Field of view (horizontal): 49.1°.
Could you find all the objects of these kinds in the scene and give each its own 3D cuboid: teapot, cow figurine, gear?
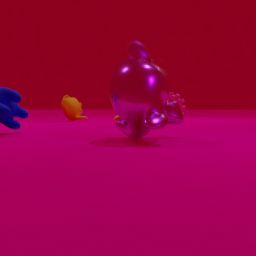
[{"bbox_3d":[-2.243,-0.793,11.560,0.776,1.585,0.986,-28,-28,-23],"label":"teapot"},{"bbox_3d":[-2.718,-0.582,5.544,1.243,0.693,1.263,22,-28,10],"label":"cow figurine"},{"bbox_3d":[1.620,-0.789,10.628,1.097,1.097,0.203,2,8,29],"label":"gear"}]

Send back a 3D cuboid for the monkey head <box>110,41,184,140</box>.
[{"bbox_3d":[0.389,-0.523,4.737,1.417,1.969,1.187,2,-39,-14],"label":"monkey head"}]

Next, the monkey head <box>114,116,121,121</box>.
[{"bbox_3d":[0.258,-0.641,9.038,0.986,1.637,1.177,36,-19,2],"label":"monkey head"}]
